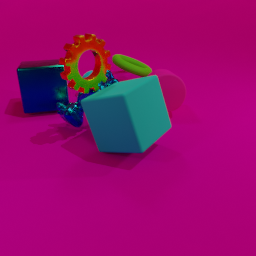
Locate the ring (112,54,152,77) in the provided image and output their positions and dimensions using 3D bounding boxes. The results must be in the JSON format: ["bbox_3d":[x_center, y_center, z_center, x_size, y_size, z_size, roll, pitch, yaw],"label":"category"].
[{"bbox_3d":[0.162,-2.433,10.914,1.650,0.330,1.650,20,22,-8],"label":"ring"}]

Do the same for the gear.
[{"bbox_3d":[-0.867,-1.344,5.893,0.222,1.201,1.201,23,35,39],"label":"gear"}]

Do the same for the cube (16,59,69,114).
[{"bbox_3d":[-2.419,-1.250,8.134,1.256,1.256,1.256,-7,23,-13],"label":"cube"}]

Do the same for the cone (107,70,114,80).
[{"bbox_3d":[-0.508,-1.151,8.219,1.109,1.113,1.109,0,28,0],"label":"cone"}]

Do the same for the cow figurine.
[{"bbox_3d":[-1.052,-0.733,7.088,1.468,0.819,1.492,-13,44,39],"label":"cow figurine"}]

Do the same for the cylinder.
[{"bbox_3d":[1.008,-1.073,7.880,1.040,1.040,1.040,-2,19,-3],"label":"cylinder"}]

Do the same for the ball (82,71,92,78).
[{"bbox_3d":[-1.118,-1.455,9.108,0.813,0.813,0.813,0,28,0],"label":"ball"}]

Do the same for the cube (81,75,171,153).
[{"bbox_3d":[-0.011,-0.286,5.973,1.226,1.226,1.226,-3,23,41],"label":"cube"}]
